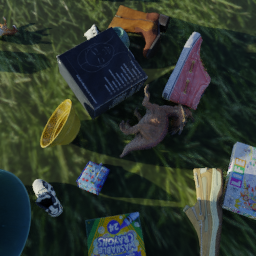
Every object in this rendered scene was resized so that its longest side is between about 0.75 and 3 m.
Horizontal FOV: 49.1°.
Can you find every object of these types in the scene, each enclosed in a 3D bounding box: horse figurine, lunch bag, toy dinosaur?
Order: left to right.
[{"bbox_3d":[-5.110,-3.838,10.906,1.392,0.347,0.922,-31,85,-22],"label":"horse figurine"},{"bbox_3d":[-1.024,1.437,8.493,0.694,0.434,0.922,20,57,12],"label":"lunch bag"},{"bbox_3d":[0.881,-0.036,8.790,1.845,1.168,2.722,33,74,8],"label":"toy dinosaur"}]

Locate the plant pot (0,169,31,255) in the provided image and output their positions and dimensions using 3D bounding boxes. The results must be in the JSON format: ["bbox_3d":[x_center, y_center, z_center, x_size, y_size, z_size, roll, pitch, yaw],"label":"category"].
[{"bbox_3d":[-4.130,2.361,6.919,2.132,2.656,2.656,-4,63,20],"label":"plant pot"}]

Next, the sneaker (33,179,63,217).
[{"bbox_3d":[-2.393,1.898,7.976,0.515,0.839,1.289,-29,64,-12],"label":"sneaker"}]

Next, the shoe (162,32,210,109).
[{"bbox_3d":[2.316,-1.995,9.781,1.281,1.006,2.816,24,73,9],"label":"shoe"}]

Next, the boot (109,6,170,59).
[{"bbox_3d":[0.259,-3.725,10.702,2.185,0.748,2.057,18,77,14],"label":"boot"}]

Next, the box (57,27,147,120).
[{"bbox_3d":[-0.863,-1.768,9.216,2.066,1.303,2.102,-33,85,-16],"label":"box"}]

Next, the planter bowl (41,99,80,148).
[{"bbox_3d":[-1.985,-0.002,8.774,0.702,1.685,1.685,33,63,-29],"label":"planter bowl"}]

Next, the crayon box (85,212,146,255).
[{"bbox_3d":[-0.250,3.546,7.360,1.481,0.607,2.355,-8,66,-4],"label":"crayon box"}]

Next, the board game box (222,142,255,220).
[{"bbox_3d":[3.707,1.597,8.401,1.401,0.357,2.084,18,66,8],"label":"board game box"}]

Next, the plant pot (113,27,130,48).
[{"bbox_3d":[-0.406,-3.415,10.600,0.936,0.627,0.936,0,64,0],"label":"plant pot"}]

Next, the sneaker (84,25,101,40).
[{"bbox_3d":[-1.163,-3.087,10.549,0.635,0.589,1.567,-26,71,15],"label":"sneaker"}]

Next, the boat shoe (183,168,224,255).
[{"bbox_3d":[2.064,2.411,7.811,1.045,0.984,2.745,5,55,14],"label":"boat shoe"}]
